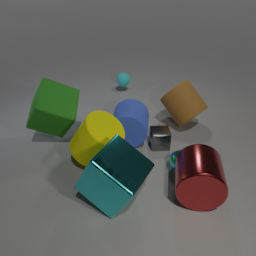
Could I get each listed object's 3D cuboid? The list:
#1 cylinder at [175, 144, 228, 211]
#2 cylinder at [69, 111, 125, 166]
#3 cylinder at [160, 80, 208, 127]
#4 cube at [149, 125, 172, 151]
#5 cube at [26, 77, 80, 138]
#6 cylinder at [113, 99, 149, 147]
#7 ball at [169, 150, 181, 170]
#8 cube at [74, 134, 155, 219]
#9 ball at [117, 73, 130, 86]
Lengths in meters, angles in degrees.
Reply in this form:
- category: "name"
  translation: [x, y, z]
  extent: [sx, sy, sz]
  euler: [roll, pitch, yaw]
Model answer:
- category: "cylinder"
  translation: [2.075, 1.410, 8.118]
  extent: [1.400, 1.400, 1.400]
  euler: [4, 32, 7]
- category: "cylinder"
  translation: [-1.030, 0.378, 9.267]
  extent: [1.400, 1.400, 1.400]
  euler: [22, 43, -22]
- category: "cylinder"
  translation: [2.270, -0.998, 11.405]
  extent: [1.400, 1.400, 1.400]
  euler: [-30, 83, -39]
- category: "cube"
  translation: [1.192, 0.379, 10.454]
  extent: [0.700, 0.700, 0.700]
  euler: [-2, 32, -4]
- category: "cube"
  translation: [-2.712, -0.706, 10.161]
  extent: [1.400, 1.400, 1.400]
  euler: [18, 54, -24]
- category: "cylinder"
  translation: [0.072, -0.191, 10.696]
  extent: [1.400, 1.400, 1.400]
  euler: [3, 33, 5]
- category: "ball"
  translation: [1.720, 1.077, 9.243]
  extent: [0.700, 0.700, 0.700]
  euler: [0, 32, 0]
- category: "cube"
  translation: [-0.377, 1.331, 7.805]
  extent: [1.400, 1.400, 1.400]
  euler: [39, 41, 5]
- category: "ball"
  translation: [-0.237, -2.525, 14.583]
  extent: [0.700, 0.700, 0.700]
  euler: [0, 32, 0]
